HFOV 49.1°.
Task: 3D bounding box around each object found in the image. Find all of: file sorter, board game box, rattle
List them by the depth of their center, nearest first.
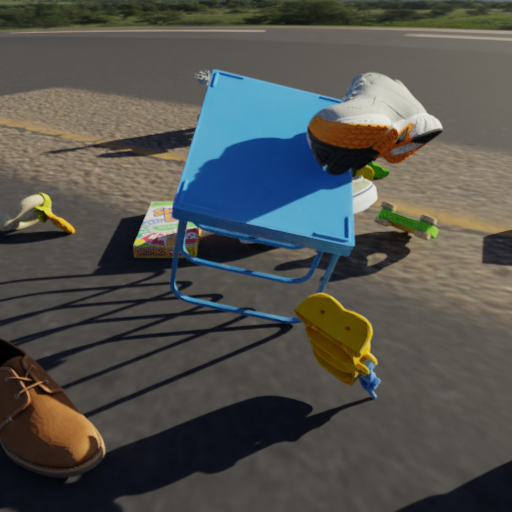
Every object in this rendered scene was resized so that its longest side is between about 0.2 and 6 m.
[{"bbox_3d":[0.048,-0.774,7.208,1.911,1.690,2.754,13,48,-5],"label":"file sorter"},{"bbox_3d":[-3.817,-0.402,9.239,1.247,0.891,0.812,-38,10,-29],"label":"rattle"},{"bbox_3d":[-1.404,-0.505,9.386,0.952,0.299,1.992,0,24,-1],"label":"board game box"}]

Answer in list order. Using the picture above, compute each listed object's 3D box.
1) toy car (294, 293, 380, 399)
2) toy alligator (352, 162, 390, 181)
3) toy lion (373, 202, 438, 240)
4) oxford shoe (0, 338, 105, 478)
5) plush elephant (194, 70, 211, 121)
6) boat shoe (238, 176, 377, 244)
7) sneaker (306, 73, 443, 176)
[{"bbox_3d":[2.641,0.872,5.316,4.149,1.381,2.035,17,59,24],"label":"toy car"},{"bbox_3d":[1.542,-1.888,11.571,2.571,0.698,0.762,-4,27,-8],"label":"toy alligator"},{"bbox_3d":[2.392,-0.503,8.926,1.059,0.364,1.015,23,3,30],"label":"toy lion"},{"bbox_3d":[-2.150,1.365,5.262,1.968,0.701,0.702,23,34,35],"label":"oxford shoe"},{"bbox_3d":[-0.718,-3.814,14.645,1.657,1.558,2.012,-28,-31,35],"label":"plush elephant"},{"bbox_3d":[0.889,-0.976,9.328,2.878,0.893,1.036,-20,15,-32],"label":"boat shoe"},{"bbox_3d":[1.212,-1.626,6.507,2.326,0.881,1.070,-14,70,-49],"label":"sneaker"}]
